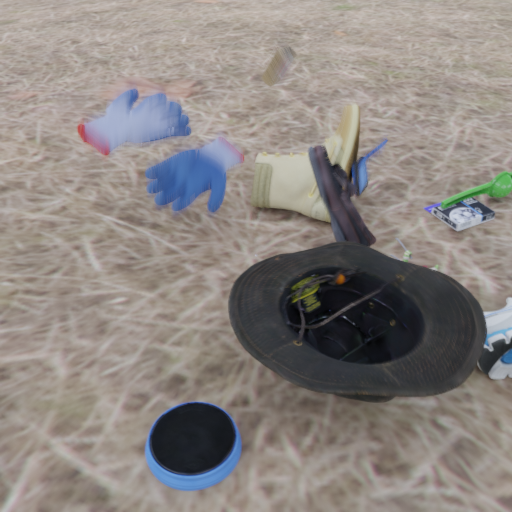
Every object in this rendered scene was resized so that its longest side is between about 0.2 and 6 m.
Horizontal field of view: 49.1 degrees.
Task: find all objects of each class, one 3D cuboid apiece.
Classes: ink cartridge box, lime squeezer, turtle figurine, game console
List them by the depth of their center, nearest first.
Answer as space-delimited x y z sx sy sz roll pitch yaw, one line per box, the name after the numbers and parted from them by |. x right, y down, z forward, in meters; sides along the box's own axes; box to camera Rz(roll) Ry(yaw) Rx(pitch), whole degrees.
2.908 0.113 10.401 0.880 0.653 0.908 13 41 11 | turtle figurine
2.478 -1.895 11.980 0.675 0.973 1.140 -4 17 23 | game console
0.494 -4.132 12.198 0.286 0.762 0.627 38 37 4 | ink cartridge box
4.441 -1.006 12.284 1.079 0.236 1.089 -17 38 -21 | ink cartridge box
5.809 -1.348 12.534 3.604 0.680 1.273 5 62 -1 | lime squeezer

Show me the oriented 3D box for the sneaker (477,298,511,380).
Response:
4.635 1.034 8.848 2.880 1.079 1.248 -5 31 -7 | sneaker

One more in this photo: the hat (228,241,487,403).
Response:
1.349 1.239 8.198 3.587 1.447 3.587 -1 32 1 | hat

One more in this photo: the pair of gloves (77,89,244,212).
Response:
-1.769 -2.141 11.312 3.254 0.371 2.616 41 46 7 | pair of gloves

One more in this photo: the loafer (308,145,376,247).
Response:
1.626 -1.071 10.504 0.752 2.389 0.859 -18 31 10 | loafer

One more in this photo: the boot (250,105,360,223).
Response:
1.109 -2.175 12.374 2.141 1.002 2.754 12 79 16 | boot

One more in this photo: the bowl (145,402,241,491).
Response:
-0.842 2.485 7.477 1.278 0.251 1.278 0 36 0 | bowl
